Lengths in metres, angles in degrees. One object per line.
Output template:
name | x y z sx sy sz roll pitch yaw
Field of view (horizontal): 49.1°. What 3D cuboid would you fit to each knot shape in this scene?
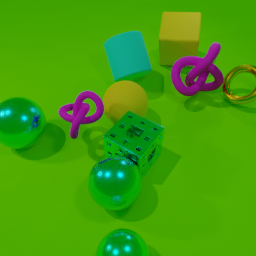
knot shape | -1.220 -0.281 6.983 1.242 0.574 1.162 -9 57 35
knot shape | 2.020 -1.599 8.254 1.647 1.760 0.813 -21 50 -16

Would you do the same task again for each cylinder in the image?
cylinder | 0.001 -2.200 8.755 1.230 1.230 1.230 -17 93 -15

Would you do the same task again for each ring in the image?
ring | 3.473 -1.323 8.467 1.262 0.252 1.262 -11 70 34

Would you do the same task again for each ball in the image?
ball | -0.069 -0.678 7.867 1.286 1.286 1.286 0 48 0
ball | -0.285 1.206 6.217 1.210 1.210 1.210 0 48 0
ball | -2.857 -0.133 7.350 1.370 1.370 1.370 0 48 0
ball | -0.101 2.413 5.230 1.011 1.011 1.011 0 48 0

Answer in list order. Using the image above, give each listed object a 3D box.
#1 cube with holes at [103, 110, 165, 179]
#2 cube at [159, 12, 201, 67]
cube with holes | 0.146 0.449 6.998 1.062 1.062 1.062 27 54 22
cube | 1.782 -3.054 9.696 1.292 1.292 1.292 5 64 10
